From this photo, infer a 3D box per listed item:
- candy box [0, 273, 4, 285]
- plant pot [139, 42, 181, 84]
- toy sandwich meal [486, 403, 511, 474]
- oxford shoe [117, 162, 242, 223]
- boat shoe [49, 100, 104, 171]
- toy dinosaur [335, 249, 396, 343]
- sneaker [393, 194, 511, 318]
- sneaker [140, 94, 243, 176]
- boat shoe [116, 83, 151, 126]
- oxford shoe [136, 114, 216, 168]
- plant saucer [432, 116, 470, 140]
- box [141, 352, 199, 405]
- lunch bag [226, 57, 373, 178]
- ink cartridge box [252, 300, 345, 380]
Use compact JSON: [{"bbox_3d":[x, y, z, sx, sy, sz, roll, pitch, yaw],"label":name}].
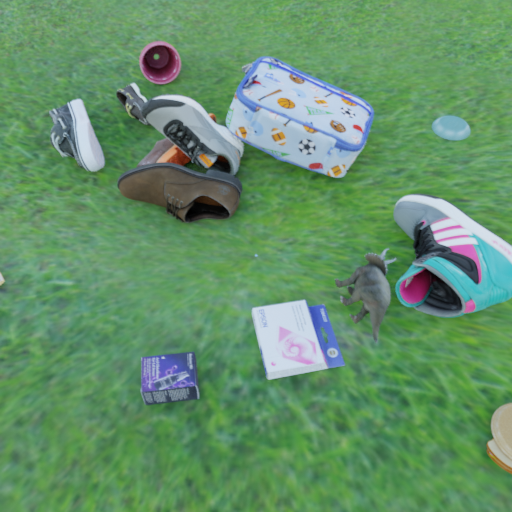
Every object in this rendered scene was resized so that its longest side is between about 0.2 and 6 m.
[{"bbox_3d":[-5.487,0.691,10.387,0.786,0.377,1.362,21,51,16],"label":"candy box"},{"bbox_3d":[-2.671,-5.379,15.378,1.088,1.088,0.974,-11,35,-10],"label":"plant pot"},{"bbox_3d":[4.079,2.814,8.541,1.184,0.406,1.184,2,46,-2],"label":"toy sandwich meal"},{"bbox_3d":[-1.676,-1.276,11.749,2.652,0.964,1.119,5,50,4],"label":"oxford shoe"},{"bbox_3d":[-4.274,-2.711,13.122,1.010,1.027,2.848,-22,41,-9],"label":"boat shoe"},{"bbox_3d":[2.015,0.618,10.006,0.967,0.728,1.891,-32,34,28],"label":"toy dinosaur"},{"bbox_3d":[3.199,0.066,10.427,1.875,1.298,3.105,-28,42,-17],"label":"sneaker"},{"bbox_3d":[-1.316,-2.573,12.172,2.631,0.972,1.043,27,50,-34],"label":"sneaker"},{"bbox_3d":[-3.052,-3.760,14.175,0.554,0.657,1.842,-22,45,-15],"label":"boat shoe"},{"bbox_3d":[-1.807,-2.618,13.024,0.885,0.865,2.427,22,52,25],"label":"oxford shoe"},{"bbox_3d":[4.893,-3.240,14.003,0.944,0.170,0.944,0,49,0],"label":"plant saucer"},{"bbox_3d":[-1.409,2.002,9.175,0.900,0.470,0.666,-7,48,-5],"label":"box"},{"bbox_3d":[1.005,-3.299,12.875,3.256,1.230,2.609,26,46,0],"label":"lunch bag"},{"bbox_3d":[0.719,1.407,9.828,1.378,0.298,1.353,-10,49,-7],"label":"ink cartridge box"}]
